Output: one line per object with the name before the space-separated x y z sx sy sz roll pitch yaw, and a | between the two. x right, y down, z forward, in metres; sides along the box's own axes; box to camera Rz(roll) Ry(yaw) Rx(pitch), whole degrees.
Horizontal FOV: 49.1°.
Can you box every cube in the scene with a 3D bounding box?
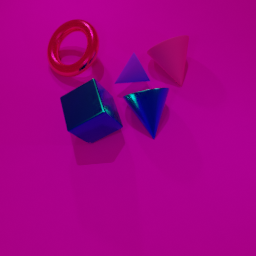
cube | -1.038 -0.444 8.021 1.189 1.189 1.189 -27 61 13

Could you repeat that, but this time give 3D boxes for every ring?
ring | -1.866 -2.687 9.394 2.007 0.401 2.007 -4 79 23

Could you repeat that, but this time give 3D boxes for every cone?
cone | 0.009 -1.670 8.868 1.036 1.033 1.033 -30 66 8
cone | 1.554 -2.074 9.333 1.465 1.465 1.470 -19 91 -9
cone | 0.665 -0.360 8.496 1.440 1.440 1.445 -10 90 -5
